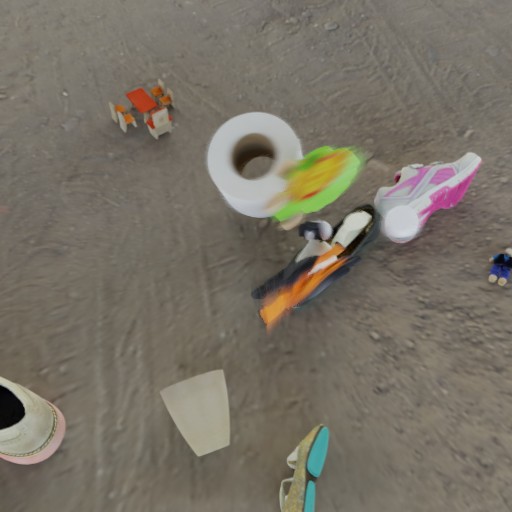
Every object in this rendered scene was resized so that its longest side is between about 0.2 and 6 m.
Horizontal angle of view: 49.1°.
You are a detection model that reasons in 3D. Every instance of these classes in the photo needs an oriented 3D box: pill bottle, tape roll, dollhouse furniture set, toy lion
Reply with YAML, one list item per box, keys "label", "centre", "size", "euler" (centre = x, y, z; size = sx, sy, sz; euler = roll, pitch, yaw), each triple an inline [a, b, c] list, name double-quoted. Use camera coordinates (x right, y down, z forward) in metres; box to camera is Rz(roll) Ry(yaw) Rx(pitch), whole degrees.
- label: "pill bottle"
  centre: [2.046, -0.454, 7.896]
  size: [0.448, 0.773, 0.448]
  euler: [-2, 82, 13]
- label: "tape roll"
  centre: [0.030, -1.688, 10.641]
  size: [1.718, 1.180, 1.718]
  euler: [-2, 79, 8]
- label: "dollhouse furniture set"
  centre: [-2.391, -3.268, 12.346]
  size: [1.337, 0.689, 1.322]
  euler: [-32, 62, -19]
- label: "toy lion"
  centre: [0.939, -1.225, 8.902]
  size: [0.568, 1.587, 1.655]
  euler: [44, 37, -22]

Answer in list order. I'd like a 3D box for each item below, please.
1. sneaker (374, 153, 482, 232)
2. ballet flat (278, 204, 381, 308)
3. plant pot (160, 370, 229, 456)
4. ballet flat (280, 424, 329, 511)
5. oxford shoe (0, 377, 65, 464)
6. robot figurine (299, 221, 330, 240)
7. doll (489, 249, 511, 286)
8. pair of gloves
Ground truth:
- label: "sneaker"
  centre: [3.330, -1.414, 10.925]
  size: [2.507, 1.020, 1.106]
  euler: [-32, 64, -20]
- label: "ballet flat"
  centre: [1.331, -0.137, 10.162]
  size: [0.872, 0.878, 2.566]
  euler: [38, 65, 21]
- label: "plant pot"
  centre: [-0.822, 2.418, 8.501]
  size: [1.017, 1.017, 1.086]
  euler: [-17, 75, -11]
- label: "ballet flat"
  centre: [0.657, 3.221, 8.188]
  size: [0.573, 0.573, 1.620]
  euler: [12, 56, 8]
- label: "oxford shoe"
  centre: [-4.727, 2.057, 8.417]
  size: [3.661, 1.352, 1.296]
  euler: [9, 57, 6]
- label: "robot figurine"
  centre: [1.009, -0.443, 9.650]
  size: [0.539, 0.336, 0.405]
  euler: [1, 23, 2]
- label: "doll"
  centre: [4.592, 0.187, 10.349]
  size: [0.578, 0.205, 0.847]
  euler: [21, 52, 23]
- label: "pair of gloves"
  centre: [0.711, 0.333, 8.769]
  size: [1.728, 1.940, 0.240]
  euler: [-32, 100, 1]
